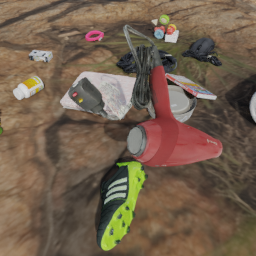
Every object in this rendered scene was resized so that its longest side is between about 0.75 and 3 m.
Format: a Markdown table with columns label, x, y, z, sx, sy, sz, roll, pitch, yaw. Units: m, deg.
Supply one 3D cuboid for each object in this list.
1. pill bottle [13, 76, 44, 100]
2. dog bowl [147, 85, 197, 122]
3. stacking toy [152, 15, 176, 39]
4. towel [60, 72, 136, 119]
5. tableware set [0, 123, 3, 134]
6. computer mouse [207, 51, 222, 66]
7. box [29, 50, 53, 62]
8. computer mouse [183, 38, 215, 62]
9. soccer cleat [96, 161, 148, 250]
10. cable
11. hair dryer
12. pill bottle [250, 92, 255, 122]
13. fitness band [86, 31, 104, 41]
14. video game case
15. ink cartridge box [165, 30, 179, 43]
| label | x | y | z | sx | sy | sz | roll | pitch | yaw |
| --- | --- | --- | --- | --- | --- | --- | --- | --- | --- |
| pill bottle | -3.587 | -1.419 | 10.065 | 0.550 | 0.550 | 0.990 | 24 | 46 | 25 |
| dog bowl | 1.417 | -0.777 | 9.376 | 1.684 | 0.494 | 1.684 | 0 | 41 | 0 |
| stacking toy | 1.650 | -4.829 | 13.515 | 1.093 | 0.989 | 0.462 | -8 | 44 | 39 |
| towel | -0.907 | -1.271 | 10.038 | 2.353 | 0.379 | 2.247 | 10 | 43 | 12 |
| tableware set | -4.907 | 0.038 | 8.644 | 1.923 | 0.295 | 1.295 | -13 | 46 | -16 |
| computer mouse | 3.754 | -2.947 | 11.990 | 0.595 | 0.195 | 0.847 | -23 | 70 | -36 |
| box | -3.812 | -3.149 | 12.262 | 0.883 | 0.265 | 0.515 | 9 | 42 | 9 |
| computer mouse | 3.397 | -3.666 | 12.680 | 1.294 | 0.493 | 1.868 | 21 | 45 | 23 |
| soccer cleat | -0.278 | 1.698 | 6.465 | 0.942 | 0.784 | 2.323 | -2 | 37 | 27 |
| cable | 0.718 | -2.881 | 11.686 | 2.474 | 0.628 | 2.018 | -6 | 41 | -6 |
| hair dryer | 0.597 | -0.357 | 4.528 | 2.693 | 0.732 | 2.051 | 46 | 60 | -14 |
| pill bottle | 5.317 | -1.100 | 8.890 | 2.918 | 1.624 | 1.624 | -32 | 50 | -31 |
| fitness band | -1.665 | -4.601 | 13.978 | 0.781 | 0.203 | 1.087 | 12 | 41 | 14 |
| video game case | 2.249 | -1.502 | 10.094 | 1.176 | 0.143 | 1.644 | 0 | 32 | -43 |
| ink cartridge box | 2.155 | -4.539 | 13.805 | 0.559 | 0.326 | 0.773 | 10 | 42 | 11 |
